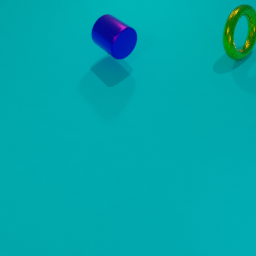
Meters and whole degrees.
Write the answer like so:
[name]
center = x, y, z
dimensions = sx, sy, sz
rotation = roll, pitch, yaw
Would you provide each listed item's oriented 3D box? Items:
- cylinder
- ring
[cylinder]
center = -0.394, -2.618, 8.056
dimensions = 0.972, 0.972, 0.972
rotation = -36, 60, -20
[ring]
center = 3.376, -2.831, 8.348
dimensions = 1.589, 1.589, 0.318
rotation = -39, 37, -21
